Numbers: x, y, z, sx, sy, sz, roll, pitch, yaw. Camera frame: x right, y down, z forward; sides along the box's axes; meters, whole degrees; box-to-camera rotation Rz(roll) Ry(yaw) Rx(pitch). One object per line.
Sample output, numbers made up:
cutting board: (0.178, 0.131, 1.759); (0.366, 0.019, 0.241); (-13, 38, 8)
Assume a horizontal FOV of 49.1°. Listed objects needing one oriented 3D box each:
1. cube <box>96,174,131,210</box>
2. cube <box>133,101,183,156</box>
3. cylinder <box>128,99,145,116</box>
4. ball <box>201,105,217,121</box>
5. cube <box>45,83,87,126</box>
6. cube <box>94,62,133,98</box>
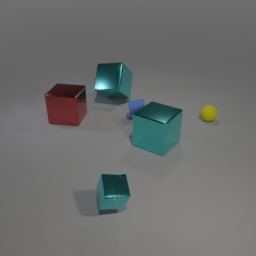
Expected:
cube: (-0.409, 1.705, 7.523); (0.700, 0.700, 0.700); (3, 47, -20)
cube: (1.123, -0.018, 10.737); (1.400, 1.400, 1.400); (19, 35, 30)
cylinder: (0.414, -0.920, 12.593); (0.700, 0.700, 0.700); (-9, 29, 6)
ball: (3.637, -0.662, 12.573); (0.700, 0.700, 0.700); (0, 29, 0)
cube: (-2.729, -1.073, 12.581); (1.400, 1.400, 1.400); (5, 30, 8)
cube: (-0.704, -2.359, 14.124); (1.400, 1.400, 1.400); (3, -10, 23)
